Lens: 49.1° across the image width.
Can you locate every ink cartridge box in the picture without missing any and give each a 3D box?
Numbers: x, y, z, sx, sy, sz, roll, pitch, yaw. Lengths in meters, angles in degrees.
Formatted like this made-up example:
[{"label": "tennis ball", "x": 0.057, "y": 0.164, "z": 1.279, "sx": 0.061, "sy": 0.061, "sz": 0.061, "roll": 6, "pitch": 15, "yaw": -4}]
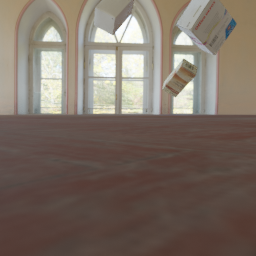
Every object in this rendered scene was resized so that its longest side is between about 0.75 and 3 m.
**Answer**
[{"label": "ink cartridge box", "x": 2.737, "y": -3.601, "z": 9.698, "sx": 1.853, "sy": 1.339, "sz": 0.784, "roll": 22, "pitch": 16, "yaw": -46}]

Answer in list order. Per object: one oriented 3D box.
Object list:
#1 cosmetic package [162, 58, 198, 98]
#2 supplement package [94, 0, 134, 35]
[{"label": "cosmetic package", "x": 2.198, "y": -2.109, "z": 11.949, "sx": 0.773, "sy": 0.653, "sz": 1.496, "roll": 29, "pitch": -42, "yaw": -8}, {"label": "supplement package", "x": -0.465, "y": -3.990, "z": 9.540, "sx": 0.795, "sy": 1.327, "sz": 0.805, "roll": 30, "pitch": -27, "yaw": 6}]
